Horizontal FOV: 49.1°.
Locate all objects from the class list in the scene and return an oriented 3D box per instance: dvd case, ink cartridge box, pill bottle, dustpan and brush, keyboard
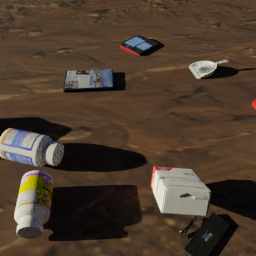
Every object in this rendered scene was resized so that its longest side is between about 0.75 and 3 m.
[{"bbox_3d":[-1.648,-2.017,11.865,2.060,0.181,1.470,-3,42,-4],"label":"dvd case"},{"bbox_3d":[1.238,1.503,6.883,1.086,0.630,1.504,5,10,-5],"label":"ink cartridge box"},{"bbox_3d":[-2.829,0.614,8.299,1.702,0.954,0.954,11,43,11],"label":"pill bottle"},{"bbox_3d":[3.676,-2.735,12.458,1.624,0.465,1.133,-8,42,-9],"label":"dustpan and brush"},{"bbox_3d":[1.774,2.530,6.745,0.865,0.140,1.362,37,52,26],"label":"keyboard"},{"bbox_3d":[-2.332,1.882,6.962,0.817,0.817,1.567,-4,42,-5],"label":"pill bottle"}]

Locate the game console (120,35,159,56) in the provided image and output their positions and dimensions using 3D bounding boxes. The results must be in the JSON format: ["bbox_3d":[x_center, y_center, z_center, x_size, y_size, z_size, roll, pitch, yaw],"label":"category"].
[{"bbox_3d":[0.564,-4.265,14.362,1.434,0.252,1.621,30,50,30],"label":"game console"}]

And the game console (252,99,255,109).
[{"bbox_3d":[5.717,-0.676,10.324,1.583,0.278,1.790,-17,44,-24],"label":"game console"}]
